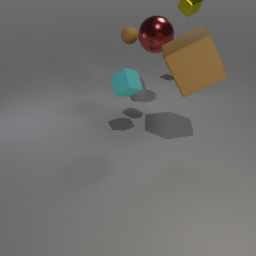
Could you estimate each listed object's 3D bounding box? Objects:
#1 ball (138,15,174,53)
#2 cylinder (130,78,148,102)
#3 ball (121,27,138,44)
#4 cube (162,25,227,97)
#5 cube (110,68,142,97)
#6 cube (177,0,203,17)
[{"bbox_3d":[1.094,-3.626,10.898,1.400,1.400,1.400,0,31,0],"label":"ball"},{"bbox_3d":[0.359,-1.516,11.094,0.700,0.700,0.700,-15,31,9],"label":"cylinder"},{"bbox_3d":[0.067,-3.821,11.574,0.700,0.700,0.700,0,31,0],"label":"ball"},{"bbox_3d":[1.977,-2.052,8.562,1.400,1.400,1.400,-24,26,17],"label":"cube"},{"bbox_3d":[-0.059,-1.513,9.450,0.700,0.700,0.700,-22,-12,36],"label":"cube"},{"bbox_3d":[2.717,-5.433,12.237,0.700,0.700,0.700,-31,75,-20],"label":"cube"}]
